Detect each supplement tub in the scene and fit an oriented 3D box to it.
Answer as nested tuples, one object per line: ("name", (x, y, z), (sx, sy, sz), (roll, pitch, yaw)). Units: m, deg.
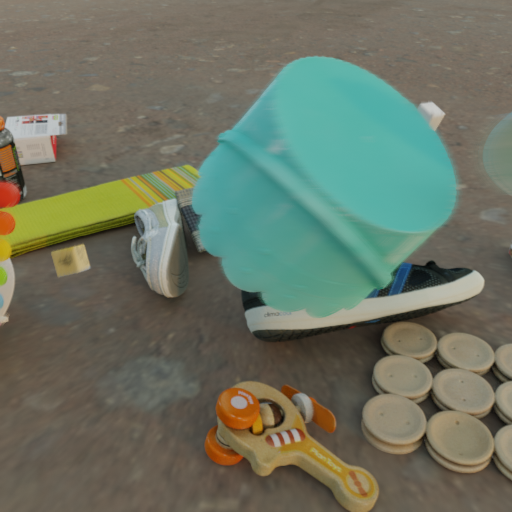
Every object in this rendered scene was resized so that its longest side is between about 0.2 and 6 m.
("supplement tub", (-5.197, -1.858, 11.013), (1.008, 1.645, 1.008), (0, 32, 0))

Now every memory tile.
("memory tile", (2.819, 1.743, 6.681), (2.883, 0.242, 2.210), (11, 34, 15))

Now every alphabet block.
("alphabet block", (-2.344, 0.060, 7.096), (0.320, 0.325, 0.318), (-13, 5, 11))

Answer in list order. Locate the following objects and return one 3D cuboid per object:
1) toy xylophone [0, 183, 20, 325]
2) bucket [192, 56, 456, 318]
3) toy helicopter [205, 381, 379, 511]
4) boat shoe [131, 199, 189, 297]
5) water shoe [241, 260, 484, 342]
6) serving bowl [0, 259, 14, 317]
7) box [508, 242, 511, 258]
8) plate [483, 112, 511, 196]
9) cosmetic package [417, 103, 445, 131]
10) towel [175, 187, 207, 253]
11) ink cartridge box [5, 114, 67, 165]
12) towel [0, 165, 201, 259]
("toy xylophone", (-3.220, -0.146, 5.840), (1.398, 1.909, 0.480), (15, 18, 10))
("bucket", (0.651, -0.654, 5.358), (2.268, 1.476, 2.268), (15, 54, -22))
("toy helicopter", (0.476, 2.000, 6.052), (1.924, 0.759, 1.272), (31, 33, 23))
("boat shoe", (-1.596, -0.156, 9.030), (0.882, 1.014, 2.752), (-10, 29, -4))
("water shoe", (1.479, 0.261, 7.658), (3.397, 1.215, 1.341), (-8, 76, -12))
("serving bowl", (-4.033, 0.780, 7.351), (2.196, 0.722, 2.196), (-20, 39, 17))
("box", (4.563, 0.381, 8.610), (0.482, 0.450, 2.328), (1, 32, 1))
("plate", (2.839, -0.801, 4.382), (1.979, 1.979, 0.253), (12, 73, 18))
("cosmetic package", (3.393, -2.722, 11.139), (0.399, 0.484, 0.399), (-17, 57, -33))
("towel", (-0.735, -0.688, 9.772), (1.220, 0.211, 1.175), (-15, 76, -38))
("ink cartridge box", (-5.212, -2.812, 13.411), (1.421, 0.679, 1.618), (-9, 33, -13))
("towel", (-2.885, -0.958, 10.883), (4.250, 0.384, 1.829), (-18, 31, -24))
